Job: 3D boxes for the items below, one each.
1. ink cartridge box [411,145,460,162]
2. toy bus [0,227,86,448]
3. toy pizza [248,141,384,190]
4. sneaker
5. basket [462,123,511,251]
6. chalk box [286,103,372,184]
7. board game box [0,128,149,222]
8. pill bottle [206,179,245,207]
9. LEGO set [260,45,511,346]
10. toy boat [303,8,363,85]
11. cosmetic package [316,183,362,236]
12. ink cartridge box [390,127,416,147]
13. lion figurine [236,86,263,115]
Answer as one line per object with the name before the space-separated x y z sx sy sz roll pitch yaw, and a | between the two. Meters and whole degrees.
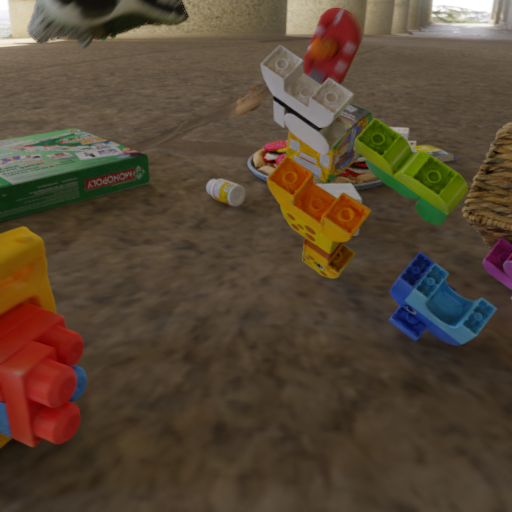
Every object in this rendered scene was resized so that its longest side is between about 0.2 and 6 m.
ink cartridge box | 4.135 -2.392 13.073 0.897 0.211 0.887 -12 28 -19
toy bus | -2.482 0.424 4.488 2.594 2.702 1.833 12 29 22
toy pizza | 1.463 -2.170 12.228 3.300 0.523 3.300 0 26 0
sneaker | -2.269 -3.747 8.497 1.303 1.131 2.941 -27 0 40
basket | 4.169 -0.641 7.042 2.406 1.717 1.792 22 -4 40
chalk box | 1.512 -2.392 11.012 1.064 1.059 1.710 32 50 24
board game box | -4.836 -1.562 10.835 4.565 0.665 3.072 -22 33 -37
pill bottle | -0.582 -1.195 10.390 0.407 0.407 0.732 -22 33 -38
LEGO set | 1.553 -0.299 7.018 4.651 1.908 1.774 39 76 14
toy boat | 0.914 -2.658 7.168 0.636 0.974 0.637 36 35 20
cosmetic package | 1.324 -0.771 9.244 0.654 0.650 0.782 -1 27 -3
ink cartridge box | 3.513 -3.017 14.149 1.071 0.360 0.627 7 27 14
lion figurine | -0.164 -2.887 10.686 0.335 0.567 0.926 26 -21 -16
